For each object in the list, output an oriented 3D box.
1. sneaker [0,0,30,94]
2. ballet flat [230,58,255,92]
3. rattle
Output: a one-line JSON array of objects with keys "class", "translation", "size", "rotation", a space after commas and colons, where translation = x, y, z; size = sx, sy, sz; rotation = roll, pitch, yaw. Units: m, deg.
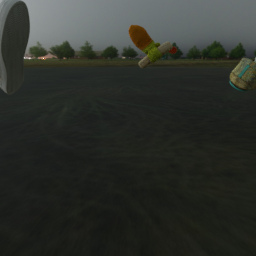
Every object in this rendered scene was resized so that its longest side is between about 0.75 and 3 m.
[{"class": "sneaker", "translation": [-2.328, -1.523, 4.793], "size": [1.082, 1.872, 0.690], "rotation": [35, 45, 4]}, {"class": "ballet flat", "translation": [3.514, -1.578, 7.260], "size": [0.921, 0.921, 2.604], "rotation": [13, 25, 41]}, {"class": "rattle", "translation": [0.662, -2.244, 7.463], "size": [1.078, 0.982, 1.509], "rotation": [41, 46, 5]}]
